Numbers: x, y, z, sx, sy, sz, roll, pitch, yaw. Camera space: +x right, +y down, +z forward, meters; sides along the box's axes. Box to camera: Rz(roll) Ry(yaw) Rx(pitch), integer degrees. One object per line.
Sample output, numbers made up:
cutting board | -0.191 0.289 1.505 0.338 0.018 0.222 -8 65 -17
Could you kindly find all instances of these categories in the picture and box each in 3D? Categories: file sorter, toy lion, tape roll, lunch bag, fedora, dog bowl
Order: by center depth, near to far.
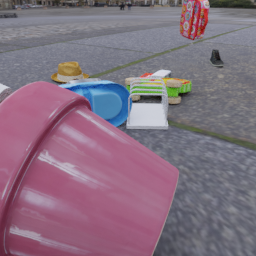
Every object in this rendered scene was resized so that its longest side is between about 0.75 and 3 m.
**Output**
tape roll | -2.400 -0.308 4.838 0.352 1.008 1.008 23 26 -7
dog bowl | -1.232 -0.684 8.436 2.676 1.491 0.663 -9 29 -17
file sorter | 0.638 -0.870 9.224 1.287 1.155 1.854 1 26 2
lunch bag | 2.396 -3.855 9.942 0.565 1.378 1.214 -12 36 -20
toy lion | 1.299 -1.717 11.462 2.536 0.871 2.431 5 20 10
fedora | -2.760 -2.701 13.303 1.885 0.769 1.885 0 27 0

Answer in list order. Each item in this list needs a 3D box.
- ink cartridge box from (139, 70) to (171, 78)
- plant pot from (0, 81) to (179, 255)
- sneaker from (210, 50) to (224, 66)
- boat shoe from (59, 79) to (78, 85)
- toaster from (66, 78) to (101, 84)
ink cartridge box | 1.304 -2.594 13.607 1.325 0.378 1.077 16 31 21
plant pot | -0.664 0.954 4.270 2.419 2.703 2.703 21 30 7
sneaker | 4.997 -3.954 15.792 0.542 0.769 1.449 -3 27 -7
boat shoe | -2.055 -1.731 11.532 1.795 0.631 0.632 8 31 19
toaster | -1.358 -0.947 9.137 1.253 1.385 0.822 -10 33 -17
